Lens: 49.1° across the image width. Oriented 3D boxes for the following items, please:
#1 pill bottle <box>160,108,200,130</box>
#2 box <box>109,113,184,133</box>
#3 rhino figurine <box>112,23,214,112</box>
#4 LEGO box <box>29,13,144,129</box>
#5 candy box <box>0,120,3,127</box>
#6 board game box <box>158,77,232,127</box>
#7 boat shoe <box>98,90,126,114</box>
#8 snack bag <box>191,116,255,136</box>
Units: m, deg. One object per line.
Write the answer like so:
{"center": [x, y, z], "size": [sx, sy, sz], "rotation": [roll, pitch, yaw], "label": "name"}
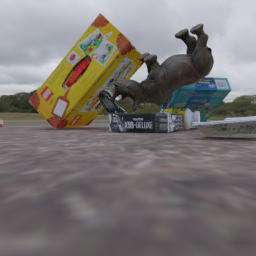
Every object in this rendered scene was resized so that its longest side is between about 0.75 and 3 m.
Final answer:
{"center": [1.194, -0.205, 6.438], "size": [0.868, 0.486, 0.486], "rotation": [0, 2, 20], "label": "pill bottle"}
{"center": [0.422, -0.127, 5.637], "size": [1.144, 0.361, 1.451], "rotation": [1, 3, 23], "label": "box"}
{"center": [0.643, -1.060, 5.712], "size": [2.343, 1.024, 0.700], "rotation": [-29, 23, 17], "label": "rhino figurine"}
{"center": [-0.897, -1.261, 7.123], "size": [1.009, 2.614, 1.947], "rotation": [45, 12, 9], "label": "LEGO box"}
{"center": [-4.277, -0.158, 8.423], "size": [0.835, 0.231, 0.482], "rotation": [0, -4, 2], "label": "candy box"}
{"center": [1.538, -0.589, 6.893], "size": [1.250, 0.389, 1.656], "rotation": [0, -30, -12], "label": "board game box"}
{"center": [-0.347, -0.417, 6.332], "size": [0.360, 0.952, 0.287], "rotation": [-38, 1, 27], "label": "boat shoe"}
{"center": [1.267, -0.011, 3.488], "size": [0.800, 0.086, 0.754], "rotation": [-5, -14, 26], "label": "snack bag"}
